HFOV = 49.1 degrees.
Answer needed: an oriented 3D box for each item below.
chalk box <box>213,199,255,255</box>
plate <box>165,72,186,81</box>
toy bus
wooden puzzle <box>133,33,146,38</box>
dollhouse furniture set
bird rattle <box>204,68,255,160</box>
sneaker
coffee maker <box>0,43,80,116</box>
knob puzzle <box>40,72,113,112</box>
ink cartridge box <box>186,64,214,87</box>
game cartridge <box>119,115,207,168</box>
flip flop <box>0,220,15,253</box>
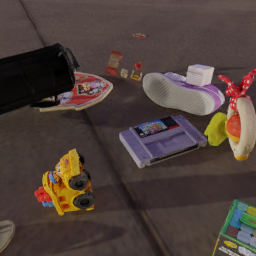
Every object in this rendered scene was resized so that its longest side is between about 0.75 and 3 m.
[{"bbox_3d":[2.155,1.977,5.021,0.904,1.448,0.898,22,42,26],"label":"chalk box"},{"bbox_3d":[1.779,-1.917,11.236,0.921,0.149,0.919,27,46,31],"label":"plate"},{"bbox_3d":[-1.450,1.253,6.164,1.268,1.320,0.896,-14,36,-6],"label":"toy bus"},{"bbox_3d":[0.649,-5.144,15.561,0.848,0.060,0.503,19,41,23],"label":"wooden puzzle"},{"bbox_3d":[-0.095,-2.467,11.357,1.490,0.606,0.802,19,82,2],"label":"dollhouse furniture set"},{"bbox_3d":[2.954,-0.264,7.274,1.303,2.314,1.886,2,45,-4],"label":"bird rattle"},{"bbox_3d":[1.966,-1.262,9.862,2.836,1.028,1.617,30,34,30],"label":"sneaker"},{"bbox_3d":[-3.155,-1.540,8.358,2.714,2.607,1.828,-24,82,-23],"label":"coffee maker"},{"bbox_3d":[-1.919,-1.567,10.529,2.968,0.411,2.968,0,38,0],"label":"knob puzzle"},{"bbox_3d":[2.377,-1.765,9.379,0.586,0.571,0.912,23,29,33],"label":"ink cartridge box"},{"bbox_3d":[0.994,0.293,8.137,2.180,0.419,1.413,-16,46,-20],"label":"game cartridge"},{"bbox_3d":[-3.222,2.201,5.474,1.901,0.547,0.771,-6,38,-8],"label":"flip flop"}]
